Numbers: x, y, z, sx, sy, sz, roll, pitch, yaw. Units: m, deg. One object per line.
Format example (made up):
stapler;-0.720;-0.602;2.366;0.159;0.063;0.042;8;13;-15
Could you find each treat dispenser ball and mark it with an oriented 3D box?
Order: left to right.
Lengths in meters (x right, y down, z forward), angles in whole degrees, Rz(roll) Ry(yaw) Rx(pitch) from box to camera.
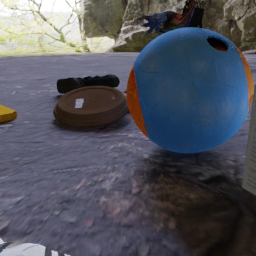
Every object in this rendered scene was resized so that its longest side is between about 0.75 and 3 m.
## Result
treat dispenser ball;1.351;-0.815;6.367;2.775;2.775;2.775;0;18;0

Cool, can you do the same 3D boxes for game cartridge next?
game cartridge;-4.868;-0.434;9.184;1.959;0.318;1.727;19;26;39

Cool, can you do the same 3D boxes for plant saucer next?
plant saucer;-1.201;-0.818;9.307;2.582;0.380;2.582;-2;32;2

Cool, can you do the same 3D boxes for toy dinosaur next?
toy dinosaur;1.439;-2.733;8.106;2.886;1.515;2.619;3;27;45

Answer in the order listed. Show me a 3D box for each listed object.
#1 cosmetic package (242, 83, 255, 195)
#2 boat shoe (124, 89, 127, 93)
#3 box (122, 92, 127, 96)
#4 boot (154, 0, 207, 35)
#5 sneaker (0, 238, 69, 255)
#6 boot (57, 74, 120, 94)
cosmetic package;3.020;0.272;4.377;1.579;1.913;1.577;-8;20;-23
boat shoe;0.094;-1.449;11.878;0.494;0.493;1.370;-8;20;-24
box;-1.046;-1.097;10.787;1.649;0.503;2.083;-13;22;-35
boot;1.995;-4.134;10.569;1.903;1.437;0.687;2;26;-9
sneaker;-0.913;1.637;1.706;1.530;1.004;2.659;1;16;8
boot;-1.555;-1.964;13.012;2.783;0.913;2.293;-8;21;-37
